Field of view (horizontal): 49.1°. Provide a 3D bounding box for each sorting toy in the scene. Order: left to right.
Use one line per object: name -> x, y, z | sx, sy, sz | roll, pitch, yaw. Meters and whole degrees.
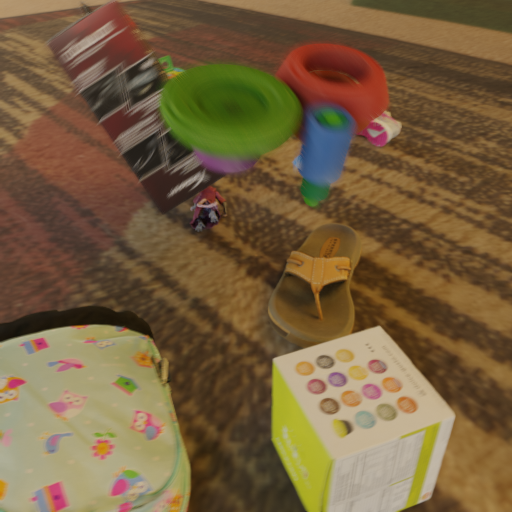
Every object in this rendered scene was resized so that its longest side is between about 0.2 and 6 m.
sorting toy -> 0.383, -1.579, 7.175 | 3.196, 1.312, 1.920 | -24, 56, -26

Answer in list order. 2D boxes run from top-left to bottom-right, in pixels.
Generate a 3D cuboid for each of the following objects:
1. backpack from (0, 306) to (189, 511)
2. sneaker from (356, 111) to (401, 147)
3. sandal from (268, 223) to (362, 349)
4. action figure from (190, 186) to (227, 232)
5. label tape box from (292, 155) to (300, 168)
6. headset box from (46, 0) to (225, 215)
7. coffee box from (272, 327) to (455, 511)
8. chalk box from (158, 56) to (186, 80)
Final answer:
backpack -> -1.664, 1.718, 5.039 | 2.255, 1.711, 2.702 | -11, 40, -20
sneaker -> 2.661, -3.058, 12.857 | 0.720, 0.664, 1.632 | -19, 48, -27
sandal -> 0.928, 0.202, 7.979 | 1.191, 0.801, 2.966 | 10, 36, 14
action figure -> -0.887, -0.928, 9.716 | 0.686, 0.762, 1.024 | -3, 48, 7
label tape box -> 1.024, -1.753, 9.945 | 0.279, 0.605, 0.844 | 49, 16, 9
headset box -> -1.870, -2.488, 8.964 | 1.225, 3.172, 2.360 | -31, 18, 2
coffee box -> 0.937, 1.685, 5.454 | 1.243, 1.257, 1.255 | -13, 37, -18
chalk box -> -2.075, -3.961, 13.350 | 0.915, 1.476, 0.922 | 22, 40, 28
